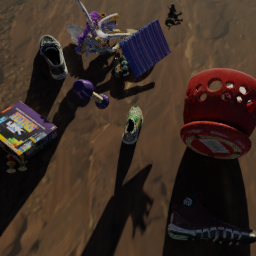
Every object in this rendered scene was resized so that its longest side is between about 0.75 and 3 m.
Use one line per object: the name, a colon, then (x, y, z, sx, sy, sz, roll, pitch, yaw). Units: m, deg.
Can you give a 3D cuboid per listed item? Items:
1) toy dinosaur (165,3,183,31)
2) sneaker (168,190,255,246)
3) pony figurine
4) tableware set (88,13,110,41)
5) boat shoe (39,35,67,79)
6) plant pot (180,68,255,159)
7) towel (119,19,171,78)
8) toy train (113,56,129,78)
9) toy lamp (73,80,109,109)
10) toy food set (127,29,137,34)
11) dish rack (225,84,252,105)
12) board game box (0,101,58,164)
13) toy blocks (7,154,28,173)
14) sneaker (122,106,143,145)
toy dinosaur: (1.830, -4.464, 11.609, 0.714, 0.537, 1.396, 11, 72, 29)
sneaker: (2.698, 2.806, 9.044, 2.776, 1.050, 1.604, 5, 55, 4)
pony figurine: (-1.559, -4.615, 13.327, 2.817, 2.346, 2.720, -22, 71, -26)
tableware set: (-1.461, -5.268, 14.624, 1.377, 0.314, 2.044, 1, 57, 0)
boat shoe: (-3.610, -3.585, 13.146, 1.051, 0.972, 2.846, -15, 59, -9)
plant pot: (3.234, -0.374, 10.110, 2.727, 2.727, 2.484, 17, 69, 11)
towel: (0.739, -3.147, 11.061, 2.126, 1.540, 0.254, -40, 27, -21)
toy train: (-0.331, -2.850, 12.998, 0.670, 0.501, 1.176, -10, 58, 5)
toy lamp: (-1.132, -1.054, 8.768, 0.596, 2.047, 0.596, -1, 84, 13)
toy food set: (0.666, -3.923, 13.746, 1.667, 0.485, 2.414, 3, 52, -7)
dish rack: (4.949, -1.526, 12.257, 1.090, 0.277, 1.270, -25, 62, -16)
board game box: (-4.134, 0.103, 10.808, 2.197, 0.623, 1.816, 32, 52, 19)
toy blocks: (-4.147, 1.174, 10.482, 0.740, 0.322, 0.888, -9, 59, -6)
sneaker: (0.216, -0.239, 11.108, 0.693, 0.798, 1.801, 8, 58, 5)
